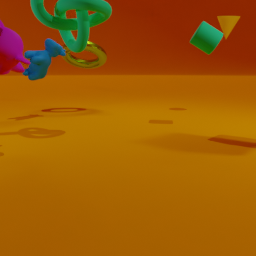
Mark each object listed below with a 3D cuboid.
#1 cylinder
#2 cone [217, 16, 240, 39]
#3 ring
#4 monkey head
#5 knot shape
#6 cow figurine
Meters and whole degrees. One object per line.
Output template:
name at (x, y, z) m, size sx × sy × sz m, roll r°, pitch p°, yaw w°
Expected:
cylinder at (2.344, -2.697, 8.401) m, size 0.715 × 0.715 × 0.715 m, roll 32°, pitch 13°, yaw -2°
cone at (3.946, -3.972, 11.133) m, size 0.858 × 0.861 × 0.858 m, roll 1°, pitch 19°, yaw 0°
ring at (-1.784, -2.958, 11.390) m, size 1.871 × 0.374 × 1.871 m, roll 4°, pitch -16°, yaw 1°
monkey head at (-2.282, -1.466, 5.378) m, size 1.346 × 0.811 × 0.968 m, roll 52°, pitch 19°, yaw 19°
knot shape at (-1.419, -2.740, 6.541) m, size 1.680 × 0.829 × 1.795 m, roll 35°, pitch -40°, yaw -26°
cow figurine at (-2.854, -2.333, 9.631) m, size 0.777 × 1.415 × 1.392 m, roll 36°, pitch 33°, yaw 23°
